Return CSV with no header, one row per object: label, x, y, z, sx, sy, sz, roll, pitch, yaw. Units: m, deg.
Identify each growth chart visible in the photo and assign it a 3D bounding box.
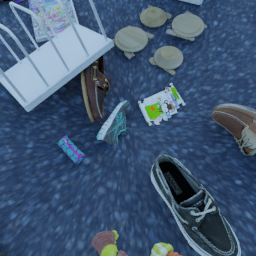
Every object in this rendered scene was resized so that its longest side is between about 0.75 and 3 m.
growth chart,0.935,-0.634,7.734,1.285,0.114,0.930,-28,68,-13

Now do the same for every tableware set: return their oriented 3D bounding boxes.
tableware set,1.001,-2.933,8.782,2.241,0.311,2.683,30,68,16

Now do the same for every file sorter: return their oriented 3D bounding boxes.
file sorter,-2.283,-2.299,7.221,2.885,1.796,2.002,-42,49,-14

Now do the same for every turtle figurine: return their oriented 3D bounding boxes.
turtle figurine,0.115,3.030,4.772,0.944,2.931,2.364,-13,23,-36

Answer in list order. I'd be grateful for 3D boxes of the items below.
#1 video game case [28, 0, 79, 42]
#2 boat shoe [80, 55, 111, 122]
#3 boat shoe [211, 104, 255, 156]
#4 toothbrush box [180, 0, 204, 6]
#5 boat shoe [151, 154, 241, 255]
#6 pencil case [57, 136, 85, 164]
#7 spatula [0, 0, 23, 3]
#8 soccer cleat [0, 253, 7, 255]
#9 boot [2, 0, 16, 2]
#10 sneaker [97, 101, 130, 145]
video game case,-2.456,-3.744,9.252,1.428,0.180,1.994,-15,64,-7
boat shoe,-0.876,-1.257,7.637,0.811,0.812,2.306,-12,64,-1
boat shoe,3.128,0.232,6.869,2.437,0.923,0.875,30,69,16
toothbrush box,2.050,-5.774,9.728,1.974,1.150,2.697,19,64,9
boat shoe,1.416,1.746,6.109,0.954,0.859,2.697,-34,68,-16
pencil case,-1.416,0.544,7.001,0.764,0.353,0.325,42,64,17
spatula,-4.089,-4.394,9.618,1.060,0.109,0.300,-7,61,-3
soccer cleat,-3.430,2.472,5.855,1.926,0.673,0.832,37,70,17
boot,-4.488,-4.857,9.529,1.846,0.668,1.535,-20,63,-14
sneaker,-0.255,-0.112,7.331,0.610,0.519,1.338,34,68,-4
